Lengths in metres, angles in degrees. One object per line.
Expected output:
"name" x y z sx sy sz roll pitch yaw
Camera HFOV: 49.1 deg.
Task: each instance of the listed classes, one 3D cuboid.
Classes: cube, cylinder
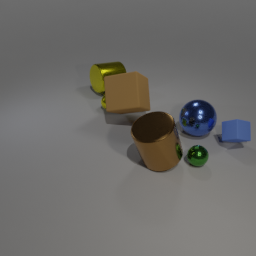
"cube" -0.003 -1.364 11.290 1.400 1.400 1.400 -6 -3 22
"cube" 3.842 0.115 9.957 0.700 0.700 0.700 8 -11 -29
"cylinder" -0.988 -2.549 13.969 1.400 1.400 1.400 -15 35 -32
"cylinder" 0.944 0.425 8.973 1.400 1.400 1.400 -14 40 12

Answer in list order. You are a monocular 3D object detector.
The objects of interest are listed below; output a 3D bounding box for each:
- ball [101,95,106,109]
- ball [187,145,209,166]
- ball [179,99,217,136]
"ball" -0.871 -1.171 12.575 0.700 0.700 0.700 0 32 0
"ball" 2.293 0.910 9.209 0.700 0.700 0.700 0 32 0
"ball" 2.644 -0.382 10.629 1.400 1.400 1.400 0 32 0
